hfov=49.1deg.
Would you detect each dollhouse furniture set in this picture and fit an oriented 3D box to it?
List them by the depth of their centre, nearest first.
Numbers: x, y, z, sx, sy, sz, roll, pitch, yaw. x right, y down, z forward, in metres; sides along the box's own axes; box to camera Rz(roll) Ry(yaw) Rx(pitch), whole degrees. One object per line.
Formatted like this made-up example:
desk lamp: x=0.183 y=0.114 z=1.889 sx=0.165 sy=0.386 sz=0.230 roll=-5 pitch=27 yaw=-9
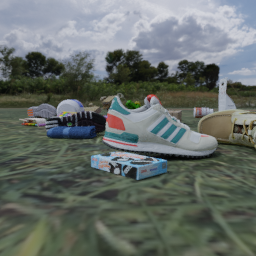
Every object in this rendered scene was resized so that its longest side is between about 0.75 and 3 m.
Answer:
dollhouse furniture set: x=-1.432 y=-0.727 z=15.652 sx=1.658 sy=1.420 sz=1.743 roll=1 pitch=35 yaw=42

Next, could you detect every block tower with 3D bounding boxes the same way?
block tower: x=2.103 y=-0.469 z=12.983 sx=0.634 sy=0.679 sz=2.349 roll=2 pitch=5 yaw=14

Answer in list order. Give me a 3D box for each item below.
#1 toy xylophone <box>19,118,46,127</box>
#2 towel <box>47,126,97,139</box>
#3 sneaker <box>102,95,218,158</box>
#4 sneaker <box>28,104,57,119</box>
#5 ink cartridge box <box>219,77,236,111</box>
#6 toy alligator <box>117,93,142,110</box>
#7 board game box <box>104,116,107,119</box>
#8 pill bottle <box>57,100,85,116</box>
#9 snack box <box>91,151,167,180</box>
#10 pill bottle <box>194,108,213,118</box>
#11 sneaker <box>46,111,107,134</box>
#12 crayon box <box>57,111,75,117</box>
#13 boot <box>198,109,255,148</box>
toy xylophone: x=-4.229 y=-0.250 z=12.393 sx=0.938 sy=0.322 sz=1.281 roll=-5 pitch=7 yaw=-42
towel: x=-1.676 y=0.122 z=8.415 sx=1.363 sy=0.331 sz=0.761 roll=1 pitch=6 yaw=8
sneaker: x=0.714 y=-0.061 z=5.426 sx=2.371 sy=1.109 sz=0.835 roll=5 pitch=3 yaw=-13
sneaker: x=-5.326 y=-1.142 z=18.546 sx=2.458 sy=0.953 sz=1.377 roll=3 pitch=7 yaw=29
ink cartridge box: x=4.642 y=-1.232 z=13.108 sx=0.536 sy=2.136 sz=1.733 roll=3 pitch=6 yaw=7
toy alligator: x=0.315 y=-1.102 z=16.008 sx=2.567 sy=0.761 sz=0.697 roll=32 pitch=-38 yaw=-16
board game box: x=-1.524 y=-0.531 z=15.775 sx=1.374 sy=0.260 sz=2.670 roll=-1 pitch=5 yaw=0
pill bottle: x=-2.861 y=-0.818 z=13.897 sx=1.178 sy=1.178 sz=2.102 roll=0 pitch=5 yaw=-1
snack box: x=-0.007 y=0.563 z=4.420 sx=0.636 sy=0.203 sz=1.094 roll=-5 pitch=7 yaw=-44
pill bottle: x=4.996 y=-1.005 z=18.562 sx=1.196 sy=0.671 sz=0.671 roll=1 pitch=6 yaw=9
sneaker: x=-1.613 y=-0.171 z=9.409 sx=2.035 sy=0.770 sz=1.175 roll=0 pitch=3 yaw=5
crayon box: x=-2.071 y=-0.274 z=10.804 sx=1.216 sy=0.411 sz=1.410 roll=7 pitch=14 yaw=-1
boot: x=2.724 y=0.067 z=6.272 sx=2.433 sy=0.877 sz=1.881 roll=4 pitch=7 yaw=20
